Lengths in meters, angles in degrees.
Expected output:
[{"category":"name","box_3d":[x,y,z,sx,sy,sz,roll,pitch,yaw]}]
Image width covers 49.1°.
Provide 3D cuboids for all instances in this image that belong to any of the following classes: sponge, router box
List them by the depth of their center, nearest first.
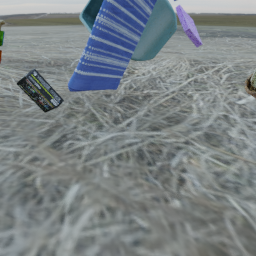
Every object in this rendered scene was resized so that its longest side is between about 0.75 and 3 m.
[{"category":"router box","box_3d":[-1.798,-0.739,5.722,0.648,0.865,0.269,-9,38,53]},{"category":"sponge","box_3d":[1.974,-3.341,9.127,0.223,0.834,1.495,-32,44,29]}]

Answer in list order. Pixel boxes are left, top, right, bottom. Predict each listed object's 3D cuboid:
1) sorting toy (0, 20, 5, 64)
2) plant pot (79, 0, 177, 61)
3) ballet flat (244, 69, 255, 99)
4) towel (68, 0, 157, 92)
[{"category":"sorting toy","box_3d":[-3.753,-2.291,8.051,0.286,1.589,2.133,12,12,-25]},{"category":"plant pot","box_3d":[0.218,-3.296,8.482,2.172,2.126,2.132,21,28,-42]},{"category":"ballet flat","box_3d":[2.221,-0.751,3.837,0.766,0.775,2.277,33,-7,3]},{"category":"towel","box_3d":[-0.112,-1.547,4.168,0.264,2.213,1.602,30,17,13]}]
